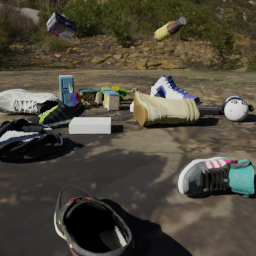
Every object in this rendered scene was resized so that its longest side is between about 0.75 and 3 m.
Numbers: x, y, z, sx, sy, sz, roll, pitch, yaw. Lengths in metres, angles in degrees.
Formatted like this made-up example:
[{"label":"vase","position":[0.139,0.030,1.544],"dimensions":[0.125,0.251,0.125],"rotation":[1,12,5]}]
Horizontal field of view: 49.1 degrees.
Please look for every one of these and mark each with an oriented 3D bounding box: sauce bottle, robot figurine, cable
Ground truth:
[{"label":"sauce bottle","position":[1.335,-3.106,8.815],"dimensions":[0.410,0.410,1.266],"rotation":[-10,0,-33]},{"label":"robot figurine","position":[4.394,-0.826,11.507],"dimensions":[1.149,0.954,1.529],"rotation":[-39,4,18]},{"label":"cable","position":[-3.005,0.211,7.582],"dimensions":[2.212,0.562,1.805],"rotation":[-9,32,-38]}]

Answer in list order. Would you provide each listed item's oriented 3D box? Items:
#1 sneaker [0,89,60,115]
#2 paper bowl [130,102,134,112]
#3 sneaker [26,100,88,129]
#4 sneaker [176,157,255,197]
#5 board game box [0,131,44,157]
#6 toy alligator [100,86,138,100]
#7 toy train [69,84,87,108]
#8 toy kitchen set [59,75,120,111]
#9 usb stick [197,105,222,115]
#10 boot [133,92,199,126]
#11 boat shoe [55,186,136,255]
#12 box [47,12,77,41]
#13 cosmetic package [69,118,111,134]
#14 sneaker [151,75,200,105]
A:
[{"label":"sneaker","position":[-4.356,-1.091,12.232],"dimensions":[2.958,1.116,1.702],"rotation":[-4,13,-23]},{"label":"paper bowl","position":[0.580,-1.040,13.300],"dimensions":[0.950,0.494,0.950],"rotation":[1,16,0]},{"label":"sneaker","position":[-2.674,-0.565,10.490],"dimensions":[2.382,0.986,0.854],"rotation":[-8,17,-28]},{"label":"sneaker","position":[1.823,0.973,5.313],"dimensions":[1.728,0.722,1.043],"rotation":[-10,8,-38]},{"label":"board game box","position":[-3.707,0.364,8.386],"dimensions":[2.064,0.267,2.063],"rotation":[8,17,29]},{"label":"toy alligator","position":[-0.626,-1.887,16.132],"dimensions":[2.859,0.848,0.776],"rotation":[-5,56,-21]},{"label":"toy train","position":[-2.489,-1.590,13.958],"dimensions":[0.550,1.300,0.752],"rotation":[-21,-11,38]},{"label":"toy kitchen set","position":[-1.948,-1.740,13.793],"dimensions":[2.689,1.584,2.154],"rotation":[-4,15,-14]},{"label":"usb stick","position":[2.931,-0.863,12.791],"dimensions":[2.552,0.416,0.708],"rotation":[2,9,10]},{"label":"boot","position":[1.422,-0.840,11.366],"dimensions":[2.280,1.068,2.934],"rotation":[-2,16,-7]},{"label":"boat shoe","position":[-0.529,1.314,3.927],"dimensions":[0.867,0.742,2.369],"rotation":[-8,15,-21]},{"label":"box","position":[-2.664,-4.049,11.264],"dimensions":[0.994,0.570,0.657],"rotation":[16,-40,-44]},{"label":"cosmetic package","position":[-1.302,-0.097,9.942],"dimensions":[1.410,0.364,1.063],"rotation":[0,13,-2]},{"label":"sneaker","position":[2.186,-1.870,14.219],"dimensions":[2.809,1.622,1.135],"rotation":[12,20,38]}]
